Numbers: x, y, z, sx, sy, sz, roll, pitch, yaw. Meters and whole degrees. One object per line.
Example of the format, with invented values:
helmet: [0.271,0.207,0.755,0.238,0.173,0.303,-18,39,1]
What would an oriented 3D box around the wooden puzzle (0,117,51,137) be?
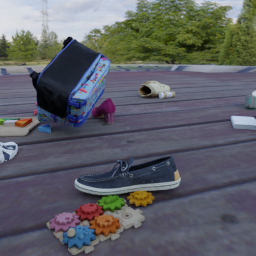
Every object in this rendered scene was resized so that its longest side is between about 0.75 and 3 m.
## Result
wooden puzzle: [-4.228,-0.117,9.984,2.974,0.348,2.007,-3,16,-11]

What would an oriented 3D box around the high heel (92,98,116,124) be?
high heel: [-0.999,-0.868,11.399,0.696,0.993,2.065,-8,18,-27]

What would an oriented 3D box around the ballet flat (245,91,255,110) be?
ballet flat: [6.531,-1.493,13.905,0.858,0.811,2.547,13,20,38]

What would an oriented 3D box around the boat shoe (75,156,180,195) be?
boat shoe: [-0.014,0.914,5.595,2.097,0.653,0.782,-5,5,-1]

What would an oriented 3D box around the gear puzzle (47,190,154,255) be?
gear puzzle: [-0.288,1.421,4.781,1.976,0.259,1.024,-13,20,-37]

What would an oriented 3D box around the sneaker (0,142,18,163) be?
sneaker: [-3.451,0.364,7.083,0.625,1.019,1.566,9,18,26]

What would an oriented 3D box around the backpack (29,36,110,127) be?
backpack: [-1.928,-1.169,9.418,1.848,2.746,2.507,27,53,1]

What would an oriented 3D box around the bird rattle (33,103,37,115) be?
bird rattle: [-3.443,-0.851,12.424,1.377,0.776,1.122,-12,4,6]

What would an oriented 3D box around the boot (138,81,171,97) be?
boot: [1.213,-2.350,16.860,1.729,0.810,2.225,-9,24,-39]

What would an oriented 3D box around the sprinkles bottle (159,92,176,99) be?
sprinkles bottle: [2.267,-1.900,16.162,0.998,0.340,0.340,-10,19,-31]

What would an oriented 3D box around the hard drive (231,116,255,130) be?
hard drive: [4.410,-0.208,10.607,0.866,0.172,1.313,4,16,14]
